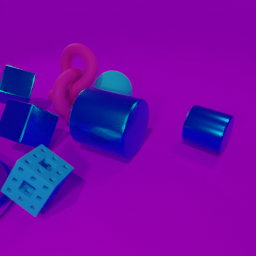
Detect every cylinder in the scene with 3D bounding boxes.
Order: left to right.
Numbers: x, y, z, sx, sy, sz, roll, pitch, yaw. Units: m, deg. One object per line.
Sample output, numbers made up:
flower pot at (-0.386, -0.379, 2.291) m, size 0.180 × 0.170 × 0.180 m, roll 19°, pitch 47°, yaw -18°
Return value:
cylinder at (-0.390, -0.133, 6.232) m, size 1.335 × 1.335 × 1.335 m, roll 16°, pitch 38°, yaw 22°
cylinder at (1.830, 0.014, 6.409) m, size 0.902 × 0.902 × 0.902 m, roll 21°, pitch 40°, yaw 27°

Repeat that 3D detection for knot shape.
knot shape at (-1.566, -1.169, 7.593) m, size 0.925 × 2.002 × 1.873 m, roll 18°, pitch -6°, yaw -21°

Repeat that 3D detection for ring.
ring at (-3.022, 1.120, 5.034) m, size 1.874 × 0.375 × 1.874 m, roll 9°, pitch 35°, yaw -6°

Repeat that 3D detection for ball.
ball at (-0.427, -1.034, 7.775) m, size 1.086 × 1.086 × 1.086 m, roll 0°, pitch 35°, yaw 0°

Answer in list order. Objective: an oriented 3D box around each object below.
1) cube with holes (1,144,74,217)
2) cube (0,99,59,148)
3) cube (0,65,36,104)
cube with holes at (-1.546, 0.885, 4.853) m, size 0.732 × 0.732 × 0.732 m, roll 36°, pitch 22°, yaw 1°
cube at (-2.210, -0.063, 6.195) m, size 0.839 × 0.839 × 0.839 m, roll 13°, pitch -9°, yaw 30°
cube at (-2.969, -1.066, 7.452) m, size 0.776 × 0.776 × 0.776 m, roll 15°, pitch 68°, yaw -22°
